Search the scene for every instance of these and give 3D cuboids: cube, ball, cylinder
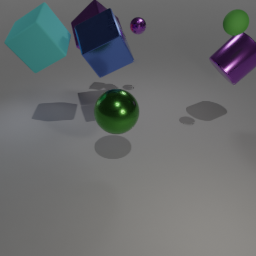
[{"bbox_3d":[-2.955,-2.999,9.393,1.400,1.400,1.400,-22,43,21],"label":"cube"},{"bbox_3d":[3.049,-2.977,7.917,0.700,0.700,0.700,0,31,0],"label":"ball"},{"bbox_3d":[-0.795,-2.874,9.608,1.400,1.400,1.400,-23,61,10],"label":"cube"},{"bbox_3d":[-0.348,-0.504,8.608,1.400,1.400,1.400,0,31,0],"label":"ball"},{"bbox_3d":[3.969,-2.547,10.272,1.400,1.400,1.400,42,17,-16],"label":"cylinder"},{"bbox_3d":[0.429,-4.366,11.964,0.700,0.700,0.700,0,31,0],"label":"ball"},{"bbox_3d":[-1.157,-3.729,10.882,1.400,1.400,1.400,20,45,-49],"label":"cube"}]
